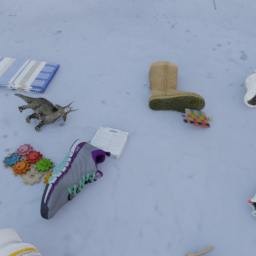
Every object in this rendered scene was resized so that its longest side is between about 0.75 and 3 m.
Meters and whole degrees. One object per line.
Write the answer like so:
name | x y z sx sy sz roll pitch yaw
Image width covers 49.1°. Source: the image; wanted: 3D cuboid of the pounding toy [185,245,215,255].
pounding toy | 1.879 3.206 6.222 0.913 0.549 1.183 -14 48 -13

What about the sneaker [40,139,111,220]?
sneaker | -1.376 1.383 7.728 1.149 0.977 2.625 16 48 8

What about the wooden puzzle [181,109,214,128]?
wooden puzzle | 2.396 -0.340 9.720 1.287 0.090 0.763 9 44 -14

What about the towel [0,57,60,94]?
towel | -4.444 -2.226 11.614 2.754 0.328 2.023 7 45 4

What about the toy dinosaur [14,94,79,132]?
toy dinosaur | -3.002 -0.615 9.844 2.399 0.923 1.227 22 38 27

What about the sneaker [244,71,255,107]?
sneaker | 4.877 -1.554 10.723 0.922 0.855 2.276 19 46 37

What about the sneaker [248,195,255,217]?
sneaker | 3.554 1.904 7.560 0.556 0.419 1.190 15 51 7

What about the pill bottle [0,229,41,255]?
pill bottle | -2.201 3.237 5.662 1.319 1.319 2.338 -32 54 -27

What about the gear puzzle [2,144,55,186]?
gear puzzle | -2.844 1.159 8.384 2.017 0.264 1.044 29 53 25

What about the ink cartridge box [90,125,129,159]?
ink cartridge box | -0.610 0.442 9.107 1.049 0.231 1.069 13 45 14

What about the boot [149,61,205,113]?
boot | 1.815 -1.693 10.774 2.130 0.804 2.432 5 45 5
